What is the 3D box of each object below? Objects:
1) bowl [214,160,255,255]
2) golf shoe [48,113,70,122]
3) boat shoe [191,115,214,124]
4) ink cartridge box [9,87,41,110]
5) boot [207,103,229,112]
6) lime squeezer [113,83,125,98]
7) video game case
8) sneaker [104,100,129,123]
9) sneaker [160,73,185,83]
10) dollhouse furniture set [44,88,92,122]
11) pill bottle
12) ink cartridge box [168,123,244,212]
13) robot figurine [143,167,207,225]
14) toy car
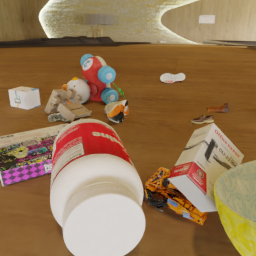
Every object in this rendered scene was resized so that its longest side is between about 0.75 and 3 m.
[{"bbox_3d":[2.727,1.504,3.764,2.914,1.568,2.914,-7,8,1],"label":"bowl"},{"bbox_3d":[-2.609,-0.466,10.875,0.964,0.377,0.469,-3,16,-10],"label":"golf shoe"},{"bbox_3d":[2.832,-0.365,10.632,0.890,0.321,0.321,-3,21,-7],"label":"boat shoe"},{"bbox_3d":[-4.636,-1.366,12.567,1.081,0.790,0.793,11,24,27],"label":"ink cartridge box"},{"bbox_3d":[3.862,-0.852,12.113,0.885,0.303,0.833,-2,28,16],"label":"boot"},{"bbox_3d":[-0.417,-1.836,14.008,0.988,0.186,0.349,55,30,12],"label":"lime squeezer"},{"bbox_3d":[-2.460,0.598,7.940,2.515,0.450,2.280,-13,25,-30],"label":"video game case"},{"bbox_3d":[-0.587,-0.630,10.991,0.883,0.727,1.920,-2,12,15],"label":"sneaker"},{"bbox_3d":[2.751,-3.060,17.555,1.589,0.612,0.651,-3,-6,-8],"label":"sneaker"},{"bbox_3d":[-2.218,-0.581,11.302,2.071,1.011,1.766,38,25,15],"label":"dollhouse furniture set"},{"bbox_3d":[-0.642,0.984,5.336,1.604,1.604,2.858,-5,22,-12],"label":"pill bottle"},{"bbox_3d":[1.475,0.713,5.178,0.554,0.954,1.323,-30,19,53],"label":"ink cartridge box"},{"bbox_3d":[1.034,1.313,5.829,1.503,0.438,1.090,22,46,32],"label":"robot figurine"},{"bbox_3d":[-2.059,-1.980,12.779,2.413,2.135,2.225,-24,41,-24],"label":"toy car"}]
